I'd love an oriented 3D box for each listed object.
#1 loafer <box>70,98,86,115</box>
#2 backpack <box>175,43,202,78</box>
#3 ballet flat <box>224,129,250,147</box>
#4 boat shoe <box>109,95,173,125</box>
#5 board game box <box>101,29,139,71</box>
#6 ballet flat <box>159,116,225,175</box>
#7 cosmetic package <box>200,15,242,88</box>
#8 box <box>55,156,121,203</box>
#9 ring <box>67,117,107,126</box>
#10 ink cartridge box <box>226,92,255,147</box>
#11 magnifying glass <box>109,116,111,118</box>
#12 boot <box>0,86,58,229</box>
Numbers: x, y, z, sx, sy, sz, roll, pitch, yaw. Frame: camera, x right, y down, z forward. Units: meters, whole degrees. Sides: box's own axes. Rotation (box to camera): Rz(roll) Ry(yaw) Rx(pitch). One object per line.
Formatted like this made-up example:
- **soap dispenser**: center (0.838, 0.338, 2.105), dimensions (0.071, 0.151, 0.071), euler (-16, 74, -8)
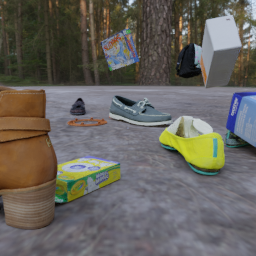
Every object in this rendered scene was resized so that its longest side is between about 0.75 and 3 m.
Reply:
- **loafer**: center (-2.330, -1.023, 13.049), dimensions (0.723, 0.633, 2.011), euler (-1, 11, -7)
- **backpack**: center (2.693, -2.858, 11.885), dimensions (0.866, 1.368, 1.141), euler (16, -14, -38)
- **ballet flat**: center (3.127, 0.129, 7.070), dimensions (1.648, 0.612, 0.612), euler (-6, 12, -31)
- **boat shoe**: center (0.378, -0.672, 10.328), dimensions (1.074, 0.911, 2.950), euler (-6, 14, -43)
- **board game box**: center (-0.281, -2.401, 8.760), dimensions (0.253, 0.994, 1.468), euler (-25, 13, -28)
- **ballet flat**: center (1.306, 0.194, 5.921), dimensions (0.853, 0.856, 2.552), euler (1, 10, -9)
- **cosmetic package**: center (2.877, -2.324, 8.967), dimensions (0.807, 1.149, 2.265), euler (-8, -22, 6)
- **box**: center (-0.826, 0.765, 4.371), dimensions (0.783, 0.323, 1.334), euler (7, 14, 36)
- **ring**: center (-1.484, -0.242, 10.248), dimensions (1.450, 0.139, 1.450), euler (0, 11, 0)
- **ink cartridge box**: center (3.349, -0.113, 5.957), dimensions (1.709, 0.956, 2.505), euler (-4, 23, -19)
- **magnifying glass**: center (-0.270, -0.491, 11.655), dimensions (1.028, 0.115, 0.409), euler (-4, 12, -17)
- **boot**: center (-1.829, 0.287, 3.329), dimensions (2.082, 1.617, 0.798), euler (3, 12, 17)
